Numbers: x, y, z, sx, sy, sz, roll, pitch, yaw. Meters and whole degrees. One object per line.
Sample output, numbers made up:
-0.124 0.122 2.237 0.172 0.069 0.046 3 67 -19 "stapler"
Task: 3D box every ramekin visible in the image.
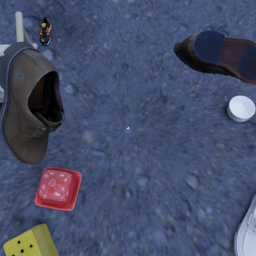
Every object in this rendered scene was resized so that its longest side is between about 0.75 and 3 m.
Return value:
3.386 -0.553 8.456 0.760 0.370 0.760 0 67 0 "ramekin"

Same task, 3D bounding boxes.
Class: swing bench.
-4.261 -1.807 8.351 2.599 1.695 2.613 -3 71 -2 "swing bench"

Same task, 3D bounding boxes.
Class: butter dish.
-1.876 1.508 7.303 1.094 0.809 1.091 9 66 4 "butter dish"

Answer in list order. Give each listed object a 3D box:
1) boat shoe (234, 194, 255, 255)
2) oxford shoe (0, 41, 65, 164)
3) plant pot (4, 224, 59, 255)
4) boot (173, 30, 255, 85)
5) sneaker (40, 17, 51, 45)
3.262 2.441 6.938 0.726 0.715 2.048 29 69 12 "boat shoe"
-1.684 -0.125 5.049 1.073 2.542 0.924 35 46 23 "oxford shoe"
-2.355 2.924 6.633 1.009 0.890 1.009 -27 69 -11 "plant pot"
1.873 -1.374 5.510 2.019 0.978 0.754 16 96 -23 "boot"
-2.886 -3.352 9.649 0.353 0.454 1.008 -1 66 0 "sneaker"
